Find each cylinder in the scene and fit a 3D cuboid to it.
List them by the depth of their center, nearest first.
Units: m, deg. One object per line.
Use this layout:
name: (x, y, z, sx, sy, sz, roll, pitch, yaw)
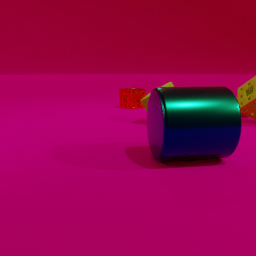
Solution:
cylinder: (1.009, -0.078, 4.596, 1.195, 1.195, 1.195, -2, 12, -8)

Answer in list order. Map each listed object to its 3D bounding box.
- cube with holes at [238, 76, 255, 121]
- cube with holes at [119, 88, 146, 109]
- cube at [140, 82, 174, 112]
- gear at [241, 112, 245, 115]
cube with holes: (3.580, -0.802, 7.574, 0.817, 0.817, 0.817, 27, -36, -15)
cube with holes: (0.177, -1.164, 10.934, 0.743, 0.743, 0.743, -10, 15, -39)
cube: (0.927, -0.691, 7.598, 0.720, 0.720, 0.720, -24, 12, 43)
gear: (3.717, -0.744, 9.569, 1.941, 0.359, 1.941, 3, 11, -1)
